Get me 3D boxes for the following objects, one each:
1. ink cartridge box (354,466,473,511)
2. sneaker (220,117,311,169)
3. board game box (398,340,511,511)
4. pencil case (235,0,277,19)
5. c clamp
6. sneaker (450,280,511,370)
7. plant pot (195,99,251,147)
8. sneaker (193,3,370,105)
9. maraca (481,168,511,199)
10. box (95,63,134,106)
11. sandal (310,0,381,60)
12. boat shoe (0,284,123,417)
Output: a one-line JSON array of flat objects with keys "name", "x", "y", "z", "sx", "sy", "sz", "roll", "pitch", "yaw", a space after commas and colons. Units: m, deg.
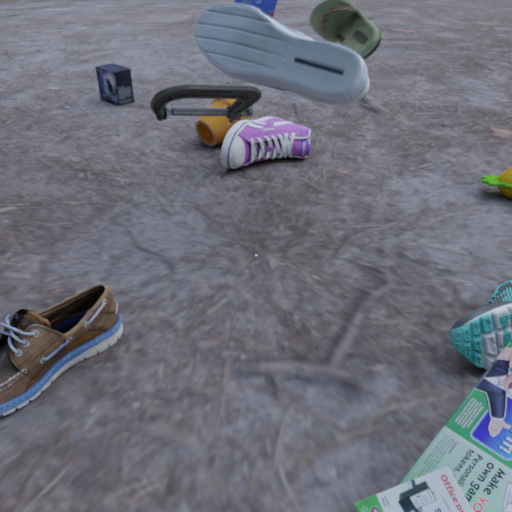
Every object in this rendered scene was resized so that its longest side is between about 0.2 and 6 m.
[{"name": "ink cartridge box", "x": 1.295, "y": 2.140, "z": 4.428, "sx": 0.840, "sy": 0.349, "sz": 0.616, "roll": -23, "pitch": 44, "yaw": 0}, {"name": "sneaker", "x": 0.379, "y": -2.568, "z": 12.788, "sx": 1.506, "sy": 0.957, "sz": 2.641, "roll": 21, "pitch": 37, "yaw": 25}, {"name": "board game box", "x": 2.206, "y": 2.189, "z": 4.562, "sx": 2.800, "sy": 0.408, "sz": 1.884, "roll": -43, "pitch": 48, "yaw": -20}, {"name": "pencil case", "x": -0.092, "y": -4.607, "z": 10.523, "sx": 0.846, "sy": 1.949, "sz": 0.760, "roll": 21, "pitch": 44, "yaw": -1}, {"name": "c clamp", "x": -0.792, "y": -2.312, "z": 8.782, "sx": 1.964, "sy": 0.266, "sz": 1.678, "roll": -6, "pitch": -2, "yaw": -33}, {"name": "sneaker", "x": 3.466, "y": 0.823, "z": 7.505, "sx": 2.459, "sy": 0.954, "sz": 1.121, "roll": -9, "pitch": 17, "yaw": -22}, {"name": "plant pot", "x": -0.893, "y": -3.284, "z": 13.875, "sx": 1.158, "sy": 1.158, "sz": 1.060, "roll": 27, "pitch": 56, "yaw": 37}, {"name": "sneaker", "x": 0.413, "y": -3.333, "z": 9.708, "sx": 3.329, "sy": 1.216, "sz": 1.179, "roll": 30, "pitch": 8, "yaw": 20}, {"name": "maraca", "x": 5.166, "y": -1.473, "z": 11.264, "sx": 1.202, "sy": 0.643, "sz": 0.824, "roll": 9, "pitch": 21, "yaw": 18}, {"name": "box", "x": -4.273, "y": -5.189, "z": 16.936, "sx": 1.032, "sy": 1.024, "sz": 0.636, "roll": 26, "pitch": 40, "yaw": 37}, {"name": "sandal", "x": 1.457, "y": -3.957, "z": 9.529, "sx": 0.525, "sy": 0.731, "sz": 1.841, "roll": 12, "pitch": 28, "yaw": -37}, {"name": "boat shoe", "x": -2.756, "y": 1.072, "z": 6.883, "sx": 0.870, "sy": 0.872, "sz": 2.410, "roll": 21, "pitch": 37, "yaw": 30}]
